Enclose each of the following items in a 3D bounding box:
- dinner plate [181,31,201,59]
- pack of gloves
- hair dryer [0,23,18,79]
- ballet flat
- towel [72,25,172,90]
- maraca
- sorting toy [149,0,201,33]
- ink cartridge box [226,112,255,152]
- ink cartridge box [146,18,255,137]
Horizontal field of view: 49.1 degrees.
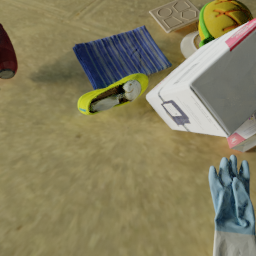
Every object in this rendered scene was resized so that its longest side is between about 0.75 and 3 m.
[{"bbox_3d":[2.795,-2.656,9.116,2.127,0.258,2.127,1,52,-1],"label":"dinner plate"},{"bbox_3d":[2.595,1.801,5.323,2.155,0.506,2.566,5,66,3],"label":"pack of gloves"},{"bbox_3d":[-3.600,-2.238,7.451,0.740,2.076,2.725,-15,33,-5],"label":"hair dryer"},{"bbox_3d":[-0.252,-0.830,7.281,2.139,0.715,0.717,-23,26,-19],"label":"ballet flat"},{"bbox_3d":[-0.192,-2.200,8.567,2.582,0.308,1.870,-21,65,-16],"label":"towel"},{"bbox_3d":[2.838,-2.726,8.150,1.815,1.416,2.647,22,59,-9],"label":"maraca"},{"bbox_3d":[1.744,-4.015,10.008,1.508,0.297,1.629,-24,53,-6],"label":"sorting toy"},{"bbox_3d":[2.747,-0.291,6.791,0.509,0.878,1.507,16,50,-28],"label":"ink cartridge box"},{"bbox_3d":[1.756,-0.963,5.904,2.025,2.797,1.180,-41,99,-6],"label":"ink cartridge box"}]
